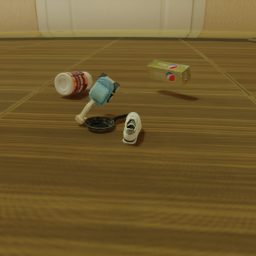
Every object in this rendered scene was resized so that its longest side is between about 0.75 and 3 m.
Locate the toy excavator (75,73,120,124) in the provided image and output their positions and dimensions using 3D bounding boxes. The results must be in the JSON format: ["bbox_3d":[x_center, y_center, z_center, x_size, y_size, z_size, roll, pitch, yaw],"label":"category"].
[{"bbox_3d":[-0.983,-0.860,8.333,0.664,1.292,1.329,37,35,2],"label":"toy excavator"}]

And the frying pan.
[{"bbox_3d":[-0.676,-0.213,8.267,0.847,0.228,1.401,18,27,27],"label":"frying pan"}]

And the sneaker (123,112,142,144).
[{"bbox_3d":[0.129,-0.110,7.423,0.458,0.482,1.198,3,37,4],"label":"sneaker"}]

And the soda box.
[{"bbox_3d":[1.563,-2.165,10.844,1.703,0.577,0.545,22,50,39],"label":"soda box"}]

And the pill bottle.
[{"bbox_3d":[-2.111,-1.814,11.126,0.851,0.851,1.491,11,19,24],"label":"pill bottle"}]
